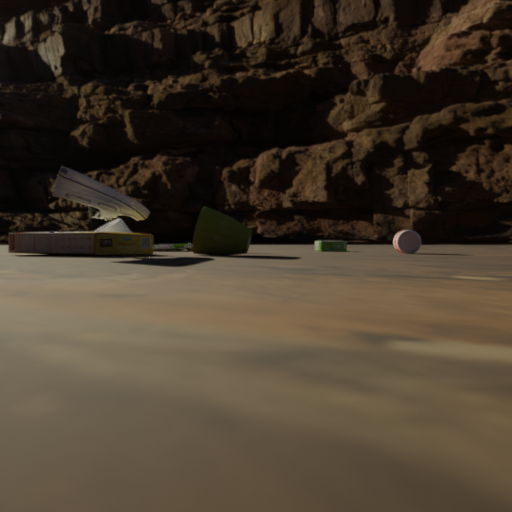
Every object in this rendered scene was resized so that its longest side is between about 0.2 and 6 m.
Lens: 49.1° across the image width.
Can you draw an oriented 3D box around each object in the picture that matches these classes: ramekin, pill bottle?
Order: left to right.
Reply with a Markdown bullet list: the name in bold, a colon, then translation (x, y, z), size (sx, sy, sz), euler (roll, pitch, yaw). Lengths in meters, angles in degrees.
- **ramekin**: translation (-3.570, -0.518, 13.708), size (0.965, 0.471, 0.965), euler (-25, 17, 8)
- **pill bottle**: translation (3.590, -0.331, 13.402), size (0.564, 0.564, 1.005), euler (0, 2, 7)

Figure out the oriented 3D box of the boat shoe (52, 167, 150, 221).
- **boat shoe**: translation (-3.191, -1.088, 11.619), size (0.781, 0.713, 2.171), euler (20, -5, 40)

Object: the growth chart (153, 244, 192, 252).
- **growth chart**: translation (-2.791, -0.251, 17.161), size (2.009, 0.246, 2.777), euler (-1, 1, -11)

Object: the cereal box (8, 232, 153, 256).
- **cereal box**: translation (-3.713, -0.265, 11.935), size (2.497, 0.494, 1.797), euler (1, 2, 29)

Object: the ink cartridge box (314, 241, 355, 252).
- **ink cartridge box**: translation (2.287, -0.280, 16.255), size (1.070, 0.317, 0.555), euler (0, 1, -14)

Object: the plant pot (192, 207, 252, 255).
- **plant pot**: translation (-0.658, -0.404, 11.567), size (1.073, 1.004, 1.004), euler (14, 2, 4)
